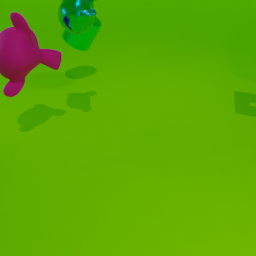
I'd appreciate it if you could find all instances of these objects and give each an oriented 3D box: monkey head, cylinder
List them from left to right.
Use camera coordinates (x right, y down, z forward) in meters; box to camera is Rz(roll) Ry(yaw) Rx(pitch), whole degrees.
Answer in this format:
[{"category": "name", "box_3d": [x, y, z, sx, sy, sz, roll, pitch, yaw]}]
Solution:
[{"category": "monkey head", "box_3d": [-2.174, -1.546, 6.059, 1.293, 1.797, 1.083, 16, 27, -4]}, {"category": "cylinder", "box_3d": [-1.516, -3.217, 9.169, 0.995, 0.995, 0.995, 26, 34, -19]}, {"category": "monkey head", "box_3d": [-0.970, -2.578, 6.138, 1.126, 0.943, 1.565, -17, 12, -23]}]
